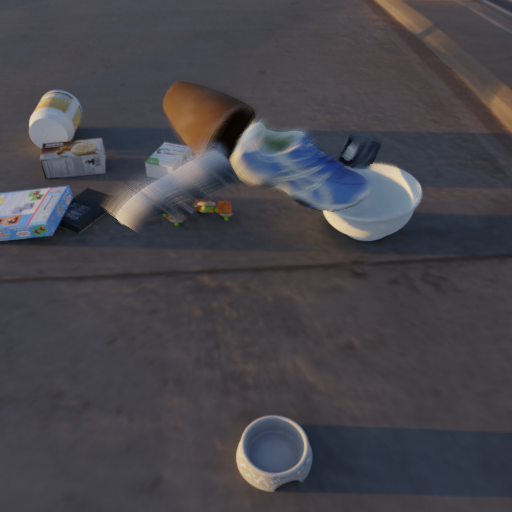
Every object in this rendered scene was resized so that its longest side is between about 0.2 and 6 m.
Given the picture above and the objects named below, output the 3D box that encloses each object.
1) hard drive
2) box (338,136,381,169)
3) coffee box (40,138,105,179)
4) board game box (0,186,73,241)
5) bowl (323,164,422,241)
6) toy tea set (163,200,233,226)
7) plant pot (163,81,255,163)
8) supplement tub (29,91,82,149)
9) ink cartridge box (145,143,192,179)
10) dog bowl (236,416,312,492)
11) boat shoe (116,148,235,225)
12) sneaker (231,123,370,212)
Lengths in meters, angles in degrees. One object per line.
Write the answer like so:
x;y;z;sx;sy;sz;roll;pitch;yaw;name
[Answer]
-4.013;-1.076;13.001;0.944;0.222;1.352;19;43;22;hard drive
2.062;-2.057;11.143;0.385;0.546;0.738;38;29;31;box
-4.703;-2.517;14.448;1.509;0.601;0.863;-7;40;-8;coffee box
-5.313;-0.935;12.518;2.022;0.370;1.530;-4;39;7;board game box
2.439;-1.042;12.271;2.252;1.012;2.252;-5;38;4;bowl
-1.329;-0.972;12.792;1.567;0.580;0.932;4;10;9;toy tea set
-1.147;-2.979;12.010;1.661;1.552;1.552;40;52;18;plant pot
-5.543;-3.726;15.467;1.170;1.170;1.617;-1;40;-1;supplement tub
-2.234;-2.430;14.450;0.805;0.467;1.111;13;41;15;ink cartridge box
0.269;2.841;8.186;1.126;0.330;1.126;0;40;0;dog bowl
-1.570;-1.132;11.012;2.479;0.840;0.889;-30;-2;5;boat shoe
0.949;-1.763;11.203;2.877;1.108;1.089;16;54;-5;sneaker
